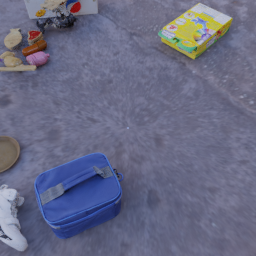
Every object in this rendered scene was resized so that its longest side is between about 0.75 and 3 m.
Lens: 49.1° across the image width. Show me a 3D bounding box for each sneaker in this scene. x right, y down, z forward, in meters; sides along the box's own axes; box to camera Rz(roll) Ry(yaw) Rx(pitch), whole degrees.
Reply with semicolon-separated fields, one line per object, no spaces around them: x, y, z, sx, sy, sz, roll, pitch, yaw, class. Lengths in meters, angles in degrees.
-2.567;1.898;6.113;1.563;0.587;0.898;29;62;23;sneaker

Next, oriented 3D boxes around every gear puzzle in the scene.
-2.598;-4.330;9.822;0.819;0.207;1.581;28;67;29;gear puzzle

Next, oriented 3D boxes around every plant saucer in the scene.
-3.346;0.700;7.229;1.132;0.167;1.132;0;54;0;plant saucer

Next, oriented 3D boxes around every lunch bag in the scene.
-0.970;1.405;6.066;1.867;1.235;1.268;-22;58;-14;lunch bag

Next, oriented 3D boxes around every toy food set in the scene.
-3.419;-2.558;9.436;1.628;0.403;2.561;-1;47;-1;toy food set

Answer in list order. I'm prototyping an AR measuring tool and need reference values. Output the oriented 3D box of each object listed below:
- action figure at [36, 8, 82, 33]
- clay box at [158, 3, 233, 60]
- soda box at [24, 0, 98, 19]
-2.504;-3.914;10.056;1.562;0.797;0.929;-16;14;-4;action figure
2.322;-3.374;9.830;1.467;0.608;2.553;38;63;23;clay box
-2.522;-4.905;10.775;2.655;0.845;0.904;-7;55;-5;soda box
